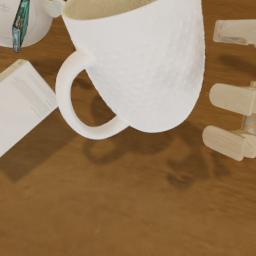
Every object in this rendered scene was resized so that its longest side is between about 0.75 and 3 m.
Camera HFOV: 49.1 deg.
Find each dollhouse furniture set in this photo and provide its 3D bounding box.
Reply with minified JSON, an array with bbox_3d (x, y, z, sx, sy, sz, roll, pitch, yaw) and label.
[{"bbox_3d":[1.725,-0.572,3.865,1.543,1.680,1.093,-6,20,-31],"label":"dollhouse furniture set"}]

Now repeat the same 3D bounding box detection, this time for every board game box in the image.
[{"bbox_3d":[-2.015,-1.921,5.274,0.143,1.018,0.689,15,76,-18],"label":"board game box"}]

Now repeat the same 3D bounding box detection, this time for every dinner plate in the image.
[{"bbox_3d":[-3.035,-2.983,6.934,2.291,2.291,0.278,-6,44,-5],"label":"dinner plate"}]

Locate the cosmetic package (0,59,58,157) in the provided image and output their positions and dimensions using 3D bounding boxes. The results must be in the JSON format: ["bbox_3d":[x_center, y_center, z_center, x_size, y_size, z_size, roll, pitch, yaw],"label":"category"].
[{"bbox_3d":[-2.460,-0.292,5.442,2.029,1.092,0.861,-43,32,-14],"label":"cosmetic package"}]

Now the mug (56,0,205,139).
[{"bbox_3d":[0.044,-1.040,5.037,2.949,2.585,2.177,-40,44,-20],"label":"mug"}]

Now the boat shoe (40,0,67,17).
[{"bbox_3d":[-1.486,-2.641,5.914,0.358,0.438,1.187,-47,36,-16],"label":"boat shoe"}]
